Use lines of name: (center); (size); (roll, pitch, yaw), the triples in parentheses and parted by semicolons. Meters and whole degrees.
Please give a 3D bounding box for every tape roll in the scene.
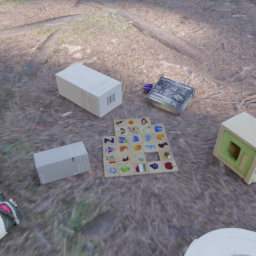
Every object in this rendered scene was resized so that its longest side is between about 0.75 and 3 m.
tape roll: (2.054, 3.383, 5.230); (2.428, 1.667, 2.428); (0, 41, 0)

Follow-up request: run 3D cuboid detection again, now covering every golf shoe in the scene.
golf shoe: (-4.252, 1.945, 7.390); (2.994, 1.156, 1.319); (23, 52, 25)

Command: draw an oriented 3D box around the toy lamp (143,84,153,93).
toy lamp: (1.389, -1.622, 12.100); (1.518, 0.442, 0.442); (12, 42, 13)

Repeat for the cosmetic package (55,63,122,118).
cosmetic package: (-1.625, -1.644, 11.608); (2.567, 1.089, 1.381); (30, 50, 31)

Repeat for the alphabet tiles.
alphabet tiles: (0.277, 0.555, 9.795); (2.326, 0.105, 2.783); (-4, 40, -4)

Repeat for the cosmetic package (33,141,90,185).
cosmetic package: (-2.033, 1.065, 8.630); (1.552, 0.829, 0.700); (-18, 43, -18)

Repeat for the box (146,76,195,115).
box: (1.735, -1.350, 11.497); (1.586, 0.383, 1.256); (26, 69, 28)

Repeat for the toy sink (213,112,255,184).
toy sink: (3.845, 0.757, 8.560); (1.194, 1.389, 2.131); (-23, 47, -25)
